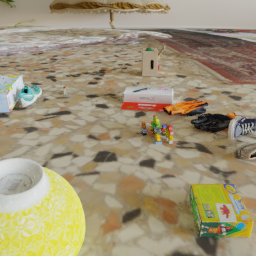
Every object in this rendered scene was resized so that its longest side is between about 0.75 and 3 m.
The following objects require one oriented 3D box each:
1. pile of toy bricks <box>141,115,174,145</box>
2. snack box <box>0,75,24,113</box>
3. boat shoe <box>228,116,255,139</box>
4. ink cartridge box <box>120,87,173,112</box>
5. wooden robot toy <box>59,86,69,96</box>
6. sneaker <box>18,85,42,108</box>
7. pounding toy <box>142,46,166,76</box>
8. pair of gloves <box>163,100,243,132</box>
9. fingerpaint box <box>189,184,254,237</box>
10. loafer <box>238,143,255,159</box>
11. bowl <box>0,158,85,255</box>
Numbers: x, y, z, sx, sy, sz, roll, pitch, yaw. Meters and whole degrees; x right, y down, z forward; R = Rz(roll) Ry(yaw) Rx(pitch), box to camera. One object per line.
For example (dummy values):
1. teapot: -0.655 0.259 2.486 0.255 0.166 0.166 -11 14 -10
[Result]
1. pile of toy bricks: 0.929 -0.076 9.323 0.823 0.732 1.483 -8 26 -14
2. snack box: -5.969 -1.493 12.063 2.336 0.938 2.770 -3 26 -5
3. boat shoe: 3.856 -0.028 9.343 0.735 0.592 1.584 7 24 31
4. ink cartridge box: 0.857 -1.286 12.189 2.201 0.479 1.910 3 24 7
5. wooden robot toy: -3.108 -1.770 13.383 0.414 0.402 0.913 -9 24 7
6. sneaker: -4.267 -1.538 12.175 0.675 0.694 1.743 -20 27 9
7. pounding toy: 1.475 -4.048 16.511 1.266 1.781 1.639 1 25 2
8. pair of gloves: 2.836 -0.508 10.756 2.230 0.309 2.503 -14 31 -30
9. fingerpaint box: 1.895 1.699 5.881 0.988 0.434 1.184 -1 26 1
10. loafer: 3.958 0.619 8.048 1.537 0.553 0.483 -13 21 -8
11. bowl: -2.031 1.387 5.045 2.563 1.379 2.563 6 30 -4
